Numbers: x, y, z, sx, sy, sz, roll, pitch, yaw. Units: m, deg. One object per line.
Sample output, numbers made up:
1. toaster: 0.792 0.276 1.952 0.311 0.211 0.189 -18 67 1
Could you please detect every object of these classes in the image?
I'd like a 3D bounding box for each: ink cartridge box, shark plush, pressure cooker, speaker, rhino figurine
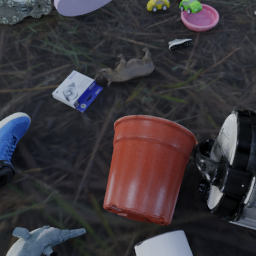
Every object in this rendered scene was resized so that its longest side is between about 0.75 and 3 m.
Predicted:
1. ink cartridge box: -1.574 -1.179 8.836 1.160 0.235 1.157 27 62 15
2. shark plush: -1.808 2.650 6.202 1.781 0.809 0.742 4 22 -38
3. pressure cooker: 2.922 0.962 6.156 2.949 2.594 2.634 14 61 9
4. speaker: 1.057 3.589 5.394 1.168 1.168 2.877 -14 59 -8
5. rhino figurine: -0.107 -1.894 9.056 2.065 0.618 0.903 -19 60 -10

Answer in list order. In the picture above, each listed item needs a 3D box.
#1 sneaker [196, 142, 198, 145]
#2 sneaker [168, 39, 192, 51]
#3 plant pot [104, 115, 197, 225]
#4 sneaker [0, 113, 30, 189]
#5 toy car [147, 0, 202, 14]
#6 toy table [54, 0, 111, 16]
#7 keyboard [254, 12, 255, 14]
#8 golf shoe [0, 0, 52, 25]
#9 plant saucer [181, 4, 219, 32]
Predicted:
1. sneaker: 1.484 0.327 7.553 0.405 1.036 0.400 -32 68 32
2. sneaker: 1.856 -3.019 9.911 0.893 0.330 0.354 -13 55 -8
3. plant pot: 0.409 1.070 6.547 2.066 2.066 2.010 12 67 7
4. sneaker: -3.177 0.715 7.276 1.287 0.888 2.313 33 68 25
5. toy car: 2.013 -4.874 10.652 2.150 0.479 2.023 -31 47 -17
6. toy table: -1.677 -5.501 10.383 2.747 2.525 1.609 -26 79 -18
7. keyboard: 5.365 -4.555 11.014 0.759 0.040 0.214 -14 65 -8
8. golf shoe: -4.209 -4.662 10.722 2.484 0.973 1.208 -10 42 -13
9. plant saucer: 2.687 -4.120 10.557 1.398 0.354 1.398 0 59 0
